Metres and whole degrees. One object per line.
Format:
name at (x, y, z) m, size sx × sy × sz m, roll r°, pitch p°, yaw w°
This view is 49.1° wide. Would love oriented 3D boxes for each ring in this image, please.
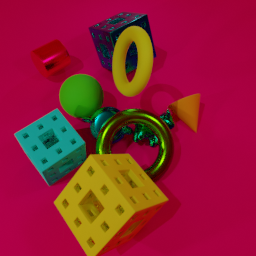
ring at (0.184, 0.492, 7.031) m, size 1.980 × 0.396 × 1.980 m, roll 0°, pitch 86°, yaw -4°
ring at (0.068, -1.514, 6.436) m, size 0.315 × 1.574 × 1.574 m, roll -2°, pitch 54°, yaw -28°

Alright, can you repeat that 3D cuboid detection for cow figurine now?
cow figurine at (0.706, -0.053, 7.634) m, size 1.127 × 0.619 × 1.109 m, roll 16°, pitch 70°, yaw -16°

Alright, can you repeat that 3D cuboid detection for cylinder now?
cylinder at (-2.418, -2.183, 8.781) m, size 0.904 × 0.904 × 0.904 m, roll -37°, pitch 64°, yaw -23°

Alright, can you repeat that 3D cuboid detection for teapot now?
teapot at (-0.470, -0.048, 7.630) m, size 1.631 × 0.799 × 1.014 m, roll 15°, pitch 86°, yaw -2°

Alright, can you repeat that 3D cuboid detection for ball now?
ball at (-1.297, -0.891, 7.882) m, size 1.232 × 1.232 × 1.232 m, roll 0°, pitch 57°, yaw 0°

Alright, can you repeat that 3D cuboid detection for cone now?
cone at (1.757, -0.322, 7.943) m, size 0.985 × 0.985 × 0.988 m, roll -19°, pitch 83°, yaw -12°

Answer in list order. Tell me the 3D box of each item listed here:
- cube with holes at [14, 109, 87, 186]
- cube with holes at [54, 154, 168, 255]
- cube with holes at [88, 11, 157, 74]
cube with holes at (-1.853, 0.499, 6.942) m, size 1.157 × 1.157 × 1.157 m, roll -35°, pitch 72°, yaw -21°
cube with holes at (-0.336, 1.522, 5.823) m, size 1.387 × 1.387 × 1.387 m, roll 47°, pitch 110°, yaw 26°
cube with holes at (-0.160, -2.655, 8.682) m, size 1.336 × 1.336 × 1.336 m, roll -33°, pitch 38°, yaw -19°
